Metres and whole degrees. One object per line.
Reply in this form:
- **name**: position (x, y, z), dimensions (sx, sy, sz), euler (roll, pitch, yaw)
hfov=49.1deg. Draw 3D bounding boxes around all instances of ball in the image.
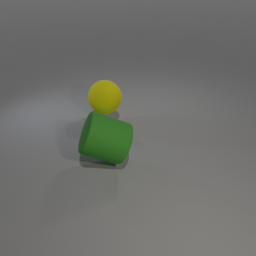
- **ball**: position (-0.963, -1.288, 11.663), dimensions (1.400, 1.400, 1.400), euler (0, 30, 0)

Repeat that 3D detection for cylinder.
- **cylinder**: position (-0.736, 0.325, 9.068), dimensions (1.400, 1.400, 1.400), euler (18, 26, -17)
